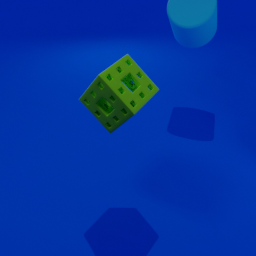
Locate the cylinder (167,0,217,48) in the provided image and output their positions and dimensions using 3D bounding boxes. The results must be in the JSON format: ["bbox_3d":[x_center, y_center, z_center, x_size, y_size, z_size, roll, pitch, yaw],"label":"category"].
[{"bbox_3d":[1.906,-3.237,8.200,1.337,1.337,1.337,13,-5,19],"label":"cylinder"}]

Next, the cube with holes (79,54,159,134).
[{"bbox_3d":[-0.161,-0.592,4.965,0.842,0.842,0.842,48,51,-4],"label":"cube with holes"}]
